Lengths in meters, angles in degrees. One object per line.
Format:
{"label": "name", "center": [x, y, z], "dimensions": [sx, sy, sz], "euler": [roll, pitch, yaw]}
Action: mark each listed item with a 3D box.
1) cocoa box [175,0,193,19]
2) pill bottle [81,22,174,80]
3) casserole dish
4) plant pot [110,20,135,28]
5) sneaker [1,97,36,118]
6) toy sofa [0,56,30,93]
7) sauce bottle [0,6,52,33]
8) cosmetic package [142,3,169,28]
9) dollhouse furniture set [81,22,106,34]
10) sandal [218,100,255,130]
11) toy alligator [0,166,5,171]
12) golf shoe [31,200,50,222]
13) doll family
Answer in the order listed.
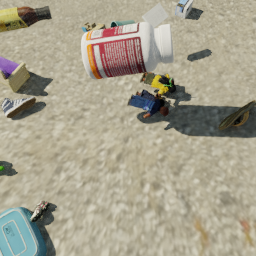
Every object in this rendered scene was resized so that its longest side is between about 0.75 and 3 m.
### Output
{"label": "cocoa box", "center": [2.990, -6.435, 14.954], "dimensions": [0.605, 0.615, 0.922], "euler": [26, 63, 15]}
{"label": "pill bottle", "center": [0.033, -2.496, 9.029], "dimensions": [2.766, 1.563, 1.563], "euler": [-5, 58, 12]}
{"label": "casserole dish", "center": [-3.623, 3.598, 9.089], "dimensions": [1.406, 0.450, 2.321], "euler": [-30, 63, -17]}
{"label": "plant pot", "center": [-0.169, -4.817, 13.802], "dimensions": [1.066, 1.088, 1.088], "euler": [-22, 61, -21]}
{"label": "sneaker", "center": [-4.660, -1.077, 11.839], "dimensions": [1.412, 0.495, 0.766], "euler": [-35, 67, -16]}
{"label": "toy sofa", "center": [-5.913, -2.825, 12.384], "dimensions": [2.799, 1.366, 1.159], "euler": [24, 62, 15]}
{"label": "sauce bottle", "center": [-3.349, -3.366, 8.573], "dimensions": [1.962, 0.647, 0.647], "euler": [-13, 60, -5]}
{"label": "cosmetic package", "center": [1.182, -4.807, 12.083], "dimensions": [0.924, 0.239, 0.697], "euler": [-38, 105, 0]}
{"label": "dollhouse furniture set", "center": [-1.738, -4.472, 13.741], "dimensions": [0.988, 0.983, 1.402], "euler": [-44, 44, -21]}
{"label": "sandal", "center": [4.580, -0.453, 11.393], "dimensions": [2.090, 0.839, 0.564], "euler": [-32, 85, -22]}
{"label": "toy alligator", "center": [-5.638, 1.304, 10.325], "dimensions": [2.187, 0.649, 0.593], "euler": [-1, 59, -1]}
{"label": "golf shoe", "center": [-3.064, 2.848, 9.574], "dimensions": [0.373, 0.327, 0.848], "euler": [20, 41, 19]}
{"label": "doll family", "center": [1.166, -1.447, 11.779], "dimensions": [1.679, 1.140, 2.904], "euler": [23, 67, 8]}
